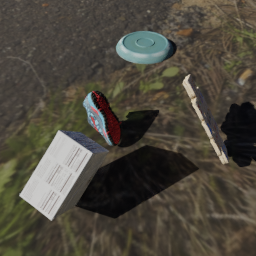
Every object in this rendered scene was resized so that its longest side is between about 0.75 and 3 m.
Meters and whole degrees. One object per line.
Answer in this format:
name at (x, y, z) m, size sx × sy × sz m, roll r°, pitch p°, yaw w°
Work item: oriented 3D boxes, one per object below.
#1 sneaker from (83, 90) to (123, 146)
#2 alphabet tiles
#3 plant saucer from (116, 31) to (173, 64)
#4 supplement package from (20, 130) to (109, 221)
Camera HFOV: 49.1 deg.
sneaker at (-0.704, -0.221, 7.623) m, size 0.621 × 0.748 × 1.567 m, roll -27°, pitch 95°, yaw -42°
alphabet tiles at (1.949, -0.244, 6.975) m, size 0.164 × 2.254 × 2.204 m, roll -25°, pitch 10°, yaw 21°
plant saucer at (0.675, -3.329, 11.253) m, size 2.311 × 0.317 × 2.311 m, roll 0°, pitch 45°, yaw 0°
supplement package at (-1.271, 0.918, 5.886) m, size 0.849 × 1.193 × 1.532 m, roll 33°, pitch 94°, yaw 11°
